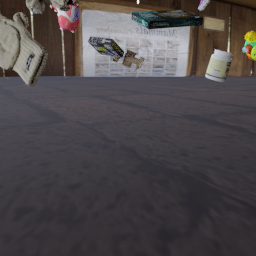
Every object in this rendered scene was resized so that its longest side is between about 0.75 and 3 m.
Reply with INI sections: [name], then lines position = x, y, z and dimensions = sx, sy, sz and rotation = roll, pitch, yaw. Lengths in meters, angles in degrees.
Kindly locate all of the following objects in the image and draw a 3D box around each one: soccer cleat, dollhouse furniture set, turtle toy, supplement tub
[soccer cleat]
position = -2.001, -3.993, 8.996
dimensions = 0.782, 0.896, 2.343
rotation = 3, 46, -29
[dollhouse furniture set]
position = 0.072, -3.152, 11.874
dimensions = 1.262, 0.722, 1.480
rotation = 21, -7, -7
[turtle toy]
position = 4.078, -2.461, 8.711
dimensions = 1.067, 0.740, 1.464
rotation = 29, 21, 5
[supplement tub]
position = 2.557, -1.745, 7.840
dimensions = 0.579, 0.798, 0.579
rotation = 11, 21, -4

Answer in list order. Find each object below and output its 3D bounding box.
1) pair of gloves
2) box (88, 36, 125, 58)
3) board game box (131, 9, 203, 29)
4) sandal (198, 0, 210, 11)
[pair of gloves]
position = -2.269, -2.680, 6.502
dimensions = 2.483, 2.921, 0.512
rotation = 32, 15, 33
[box]
position = -0.868, -3.227, 11.165
dimensions = 1.203, 0.266, 0.964
rotation = 18, -8, 33
[board game box]
position = 0.758, -2.151, 5.509
dimensions = 1.178, 0.166, 0.797
rotation = -11, 36, -20
[sandal]
position = 1.804, -3.138, 6.019
dimensions = 0.312, 1.270, 0.517
rotation = 23, 46, -4
